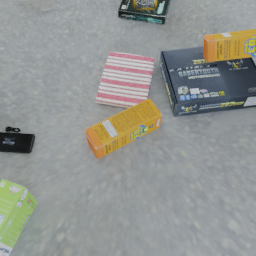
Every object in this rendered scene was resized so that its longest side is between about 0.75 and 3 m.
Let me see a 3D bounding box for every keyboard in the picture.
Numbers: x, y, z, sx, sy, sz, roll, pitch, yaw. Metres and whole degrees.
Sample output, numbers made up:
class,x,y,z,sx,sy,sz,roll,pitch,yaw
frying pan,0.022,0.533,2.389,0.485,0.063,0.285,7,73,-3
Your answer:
class,x,y,z,sx,sy,sz,roll,pitch,yaw
keyboard,-3.118,0.304,7.443,1.253,0.161,0.753,3,65,1

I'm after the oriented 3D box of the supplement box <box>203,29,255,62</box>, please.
class,x,y,z,sx,sy,sz,roll,pitch,yaw
supplement box,3.112,-2.300,7.696,1.957,0.651,0.673,-7,27,6

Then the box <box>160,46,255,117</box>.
class,x,y,z,sx,sy,sz,roll,pitch,yaw
box,2.410,-1.484,8.235,2.643,0.674,2.084,-6,57,-4

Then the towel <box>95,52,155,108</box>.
class,x,y,z,sx,sy,sz,roll,pitch,yaw
towel,-0.042,-1.449,8.478,1.483,0.303,2.027,10,61,6

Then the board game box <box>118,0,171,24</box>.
class,x,y,z,sx,sy,sz,roll,pitch,yaw
board game box,0.768,-4.979,10.604,1.743,0.363,2.576,11,58,7

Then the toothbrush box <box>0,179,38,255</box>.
class,x,y,z,sx,sy,sz,roll,pitch,yaw
toothbrush box,-2.619,1.948,5.904,0.599,1.014,1.392,16,59,10

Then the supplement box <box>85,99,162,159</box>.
class,x,y,z,sx,sy,sz,roll,pitch,yaw
supplement box,-0.092,0.004,7.326,1.980,0.659,0.681,-29,63,-16
